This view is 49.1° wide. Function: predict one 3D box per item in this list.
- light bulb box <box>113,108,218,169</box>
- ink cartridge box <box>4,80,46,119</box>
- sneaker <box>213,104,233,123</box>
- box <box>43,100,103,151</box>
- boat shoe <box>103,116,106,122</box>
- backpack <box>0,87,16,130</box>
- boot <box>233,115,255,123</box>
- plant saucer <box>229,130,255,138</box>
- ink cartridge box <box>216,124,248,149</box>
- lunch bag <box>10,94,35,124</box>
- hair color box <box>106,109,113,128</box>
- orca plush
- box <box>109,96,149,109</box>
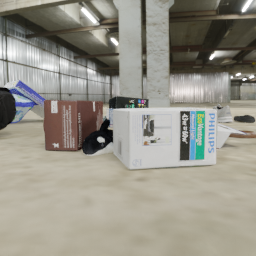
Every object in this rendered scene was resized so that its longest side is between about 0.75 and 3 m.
[{"bbox_3d":[0.584,0.107,5.107,1.513,0.944,1.499,-1,5,-12],"label":"light bulb box"},{"bbox_3d":[-4.796,-1.381,14.605,2.931,0.697,2.966,41,-23,-33],"label":"ink cartridge box"},{"bbox_3d":[4.739,-0.801,14.764,0.852,0.934,2.279,-2,6,-18],"label":"sneaker"},{"bbox_3d":[-1.248,-0.148,6.985,0.829,1.107,2.211,1,6,11],"label":"box"},{"bbox_3d":[-1.616,-0.438,13.897,1.226,0.379,0.446,0,5,4],"label":"boat shoe"},{"bbox_3d":[-4.841,-0.492,8.155,2.464,1.560,2.056,3,5,15],"label":"backpack"},{"bbox_3d":[6.094,-0.467,14.312,0.771,0.409,1.171,3,7,-37],"label":"boot"},{"bbox_3d":[3.472,0.183,8.521,0.923,0.169,0.923,-1,6,0],"label":"plant saucer"},{"bbox_3d":[1.268,0.039,6.717,2.751,0.510,1.303,5,10,-12],"label":"ink cartridge box"},{"bbox_3d":[-5.959,-0.941,12.920,2.490,1.587,2.117,-8,2,22],"label":"lunch bag"},{"bbox_3d":[-0.736,-0.414,11.598,0.232,0.766,0.383,-2,6,-21],"label":"hair color box"},{"bbox_3d":[-0.312,0.129,6.255,1.020,0.689,1.939,5,7,43],"label":"orca plush"},{"bbox_3d":[0.024,-0.947,14.156,1.740,1.082,1.292,2,-3,-21],"label":"box"}]
